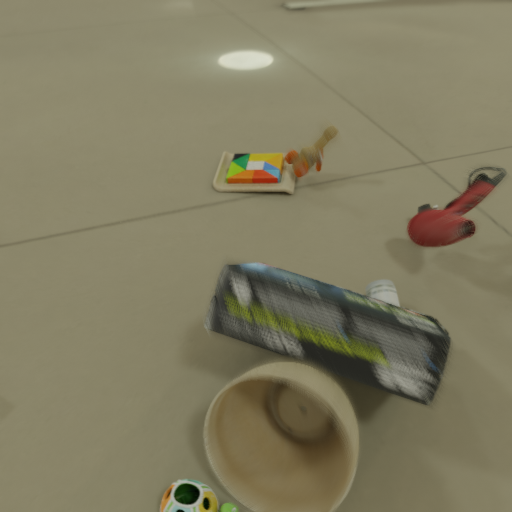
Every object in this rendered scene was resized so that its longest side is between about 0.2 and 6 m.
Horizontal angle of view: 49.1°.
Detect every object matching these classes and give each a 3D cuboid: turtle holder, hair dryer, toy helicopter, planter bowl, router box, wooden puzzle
[{"bbox_3d":[-0.728,3.031,6.642,0.874,0.620,0.664,27,45,30],"label":"turtle holder"},{"bbox_3d":[3.596,-0.906,10.212,0.678,1.901,2.496,44,32,-10],"label":"hair dryer"},{"bbox_3d":[1.385,-2.391,12.795,0.917,1.387,0.547,2,49,-51],"label":"toy helicopter"},{"bbox_3d":[0.455,2.135,7.055,1.860,1.860,1.252,16,16,19],"label":"planter bowl"},{"bbox_3d":[1.040,0.931,7.909,2.980,0.926,2.233,17,4,11],"label":"router box"},{"bbox_3d":[0.015,-2.042,13.244,1.848,0.344,1.710,4,38,5],"label":"wooden puzzle"}]

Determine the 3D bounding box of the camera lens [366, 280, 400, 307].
[{"bbox_3d":[2.139,0.784,9.440,0.509,0.509,0.637,-3,60,-4],"label":"camera lens"}]
